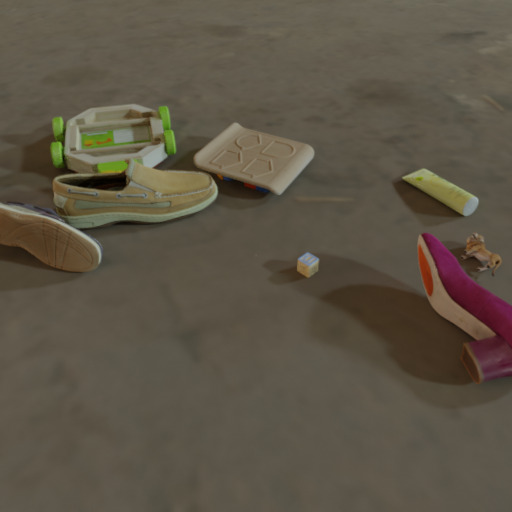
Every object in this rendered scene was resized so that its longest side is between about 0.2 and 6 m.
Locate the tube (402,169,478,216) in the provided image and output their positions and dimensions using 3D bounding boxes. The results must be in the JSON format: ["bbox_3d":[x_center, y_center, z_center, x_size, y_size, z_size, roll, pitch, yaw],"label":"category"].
[{"bbox_3d":[3.841,-1.394,11.698,0.486,0.435,1.675,19,18,-41],"label":"tube"}]

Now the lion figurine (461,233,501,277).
[{"bbox_3d":[4.130,-0.014,10.147,0.578,0.342,0.945,-22,50,-21],"label":"lion figurine"}]

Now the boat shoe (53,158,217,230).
[{"bbox_3d":[-2.323,-1.330,10.965,3.182,1.212,1.140,-12,41,-15],"label":"boat shoe"}]

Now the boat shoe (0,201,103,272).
[{"bbox_3d":[-3.884,-0.469,10.189,2.583,0.929,0.837,16,27,9],"label":"boat shoe"}]

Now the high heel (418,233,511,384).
[{"bbox_3d":[3.564,0.658,8.866,1.351,0.947,2.810,-14,57,-1],"label":"high heel"}]

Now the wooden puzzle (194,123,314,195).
[{"bbox_3d":[-0.029,-2.112,12.491,2.114,0.489,1.958,23,46,18],"label":"wooden puzzle"}]

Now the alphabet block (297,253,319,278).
[{"bbox_3d":[0.922,0.161,9.958,0.279,0.286,0.281,-32,49,-32],"label":"alphabet block"}]

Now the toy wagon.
[{"bbox_3d":[-3.217,-2.479,12.726,2.696,0.688,3.475,-9,42,-10],"label":"toy wagon"}]
